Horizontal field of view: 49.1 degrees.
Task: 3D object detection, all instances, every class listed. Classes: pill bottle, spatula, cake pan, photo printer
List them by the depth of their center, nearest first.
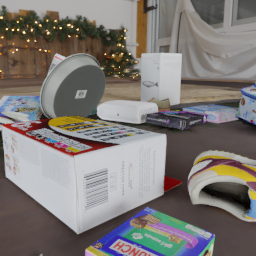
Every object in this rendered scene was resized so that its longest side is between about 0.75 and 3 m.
[{"bbox_3d":[-3.383,-0.078,9.064,2.523,0.203,1.755,15,16,15],"label":"spatula"},{"bbox_3d":[-2.415,-1.751,9.920,0.870,1.527,0.870,23,10,-4],"label":"pill bottle"},{"bbox_3d":[-1.871,-1.318,10.244,0.512,2.792,2.792,37,31,28],"label":"cake pan"},{"bbox_3d":[-0.072,-0.712,11.521,2.125,0.738,1.768,8,14,31],"label":"photo printer"}]

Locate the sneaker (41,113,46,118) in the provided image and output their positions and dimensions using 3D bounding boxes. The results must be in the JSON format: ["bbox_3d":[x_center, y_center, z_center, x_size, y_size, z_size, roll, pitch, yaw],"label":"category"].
[{"bbox_3d":[-3.804,-0.751,12.380,1.347,0.444,0.528,12,18,43],"label":"sneaker"}]

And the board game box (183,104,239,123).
[{"bbox_3d":[3.716,-0.649,11.972,1.939,0.423,1.948,-10,16,-33],"label":"board game box"}]

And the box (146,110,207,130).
[{"bbox_3d":[1.870,-0.365,10.569,1.522,0.384,2.129,12,15,35],"label":"box"}]

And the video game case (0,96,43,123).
[{"bbox_3d":[-4.411,-0.786,11.418,1.870,0.425,1.695,0,33,0],"label":"video game case"}]

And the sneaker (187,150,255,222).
[{"bbox_3d":[2.203,0.970,4.204,2.560,0.959,1.154,-1,21,21],"label":"sneaker"}]

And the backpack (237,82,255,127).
[{"bbox_3d":[5.264,-0.875,9.676,2.648,2.142,2.780,-19,23,-26],"label":"backpack"}]

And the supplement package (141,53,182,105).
[{"bbox_3d":[1.838,-2.749,15.751,1.647,2.808,1.642,-10,16,-37],"label":"supplement package"}]

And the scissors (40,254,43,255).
[{"bbox_3d":[-1.192,1.663,2.687,0.496,0.095,1.357,-3,15,-4],"label":"scissors"}]

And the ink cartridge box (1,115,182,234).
[{"bbox_3d":[-0.700,0.507,5.350,2.407,1.150,2.742,-11,16,-42],"label":"ink cartridge box"}]

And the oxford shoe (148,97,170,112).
[{"bbox_3d":[1.055,-1.105,13.289,1.936,0.724,0.682,-3,13,-12],"label":"oxford shoe"}]

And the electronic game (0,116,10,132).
[{"bbox_3d":[-5.307,-0.111,9.448,2.470,0.514,2.470,0,13,0],"label":"electronic game"}]

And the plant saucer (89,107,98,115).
[{"bbox_3d":[-2.601,-0.927,13.586,2.917,0.277,1.020,7,15,32],"label":"plant saucer"}]

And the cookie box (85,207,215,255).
[{"bbox_3d":[0.261,1.406,3.057,0.965,0.424,1.128,12,18,37],"label":"cookie box"}]
